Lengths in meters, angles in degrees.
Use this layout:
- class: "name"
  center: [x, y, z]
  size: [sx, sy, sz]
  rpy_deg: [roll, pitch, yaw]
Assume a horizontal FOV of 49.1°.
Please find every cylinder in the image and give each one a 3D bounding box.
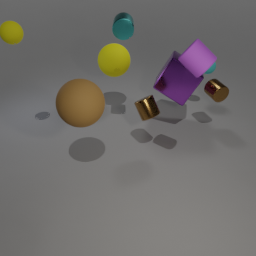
- class: "cylinder"
  center: [3.469, -1.474, 10.994]
  size: [0.700, 0.700, 0.700]
  rpy_deg: [-11, 39, -16]
- class: "cylinder"
  center: [0.666, -0.695, 9.691]
  size: [0.700, 0.700, 0.700]
  rpy_deg: [-24, 9, 4]
- class: "cylinder"
  center: [-0.151, -3.328, 9.157]
  size: [0.700, 0.700, 0.700]
  rpy_deg: [0, 37, 0]
- class: "cylinder"
  center: [1.754, -1.764, 7.105]
  size: [0.700, 0.700, 0.700]
  rpy_deg: [44, 38, -4]

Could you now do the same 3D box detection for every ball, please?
- class: "ball"
  center: [-1.365, -0.713, 8.063]
  size: [1.400, 1.400, 1.400]
  rpy_deg: [0, 32, 0]
- class: "ball"
  center: [-0.595, -2.900, 12.017]
  size: [1.400, 1.400, 1.400]
  rpy_deg: [0, 32, 0]
- class: "ball"
  center: [3.499, -2.723, 12.301]
  size: [0.700, 0.700, 0.700]
  rpy_deg: [0, 32, 0]
- class: "ball"
  center: [-3.612, -2.952, 8.682]
  size: [0.700, 0.700, 0.700]
  rpy_deg: [0, 32, 0]

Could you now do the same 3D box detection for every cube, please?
- class: "cube"
  center: [2.007, -2.001, 11.161]
  size: [1.400, 1.400, 1.400]
  rpy_deg: [31, 28, -5]
